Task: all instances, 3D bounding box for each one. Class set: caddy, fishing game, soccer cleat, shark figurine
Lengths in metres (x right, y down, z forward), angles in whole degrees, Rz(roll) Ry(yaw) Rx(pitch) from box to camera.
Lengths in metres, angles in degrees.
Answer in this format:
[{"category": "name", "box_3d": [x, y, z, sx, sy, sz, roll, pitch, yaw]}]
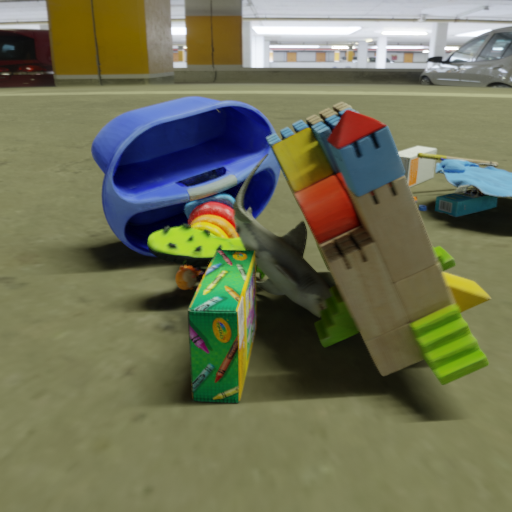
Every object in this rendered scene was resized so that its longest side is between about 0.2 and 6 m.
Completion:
[{"category": "caddy", "box_3d": [-0.994, -1.213, 8.389, 2.938, 2.077, 1.542, -24, 36, -27]}, {"category": "fishing game", "box_3d": [4.688, -1.161, 10.290, 2.871, 0.623, 4.009, 0, 24, -23]}, {"category": "soccer cleat", "box_3d": [-0.519, 0.037, 6.983, 1.774, 0.719, 0.599, 4, 40, -29]}, {"category": "shark figurine", "box_3d": [0.266, -0.205, 6.416, 0.871, 2.086, 1.247, -49, 30, -19]}]

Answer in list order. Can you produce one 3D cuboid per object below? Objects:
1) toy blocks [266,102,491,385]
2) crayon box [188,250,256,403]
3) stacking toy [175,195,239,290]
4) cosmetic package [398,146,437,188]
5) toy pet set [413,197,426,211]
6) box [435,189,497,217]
[{"category": "toy blocks", "box_3d": [0.941, -0.473, 5.751, 1.665, 2.278, 3.332, -25, 20, 6]}, {"category": "crayon box", "box_3d": [-0.284, 0.614, 5.497, 0.448, 0.913, 1.536, 1, 20, 5]}, {"category": "stacking toy", "box_3d": [-0.717, -0.081, 7.639, 0.874, 0.924, 1.592, -9, 30, 25]}, {"category": "cosmetic package", "box_3d": [3.563, -2.032, 12.776, 0.509, 0.724, 1.428, 17, 27, 37]}, {"category": "toy pet set", "box_3d": [2.425, -1.199, 10.637, 1.267, 0.673, 1.183, -16, 26, -37]}, {"category": "box", "box_3d": [4.032, -1.033, 10.721, 1.226, 0.301, 0.505, -13, 25, -32]}]
